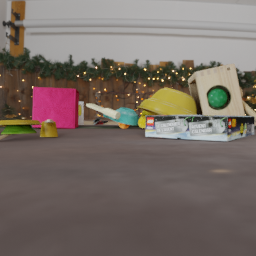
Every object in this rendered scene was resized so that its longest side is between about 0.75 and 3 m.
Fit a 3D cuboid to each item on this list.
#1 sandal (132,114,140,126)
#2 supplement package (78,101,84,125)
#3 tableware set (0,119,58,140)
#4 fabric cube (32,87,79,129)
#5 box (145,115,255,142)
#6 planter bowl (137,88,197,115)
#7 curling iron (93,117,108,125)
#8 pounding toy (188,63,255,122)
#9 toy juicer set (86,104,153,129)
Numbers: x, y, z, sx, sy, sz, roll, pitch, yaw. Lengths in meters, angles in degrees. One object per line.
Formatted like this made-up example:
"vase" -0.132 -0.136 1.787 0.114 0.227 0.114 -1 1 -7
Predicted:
"sandal" 0.342 -0.430 14.092 0.876 0.630 2.207 0 2 0
"supplement package" -3.060 -0.798 15.149 0.964 1.280 0.971 2 3 44
"tableware set" -2.703 0.067 5.541 2.553 0.392 1.720 -2 0 -14
"fabric cube" -2.744 -0.745 10.879 1.535 1.540 1.510 2 1 -6
"box" 1.696 -0.050 6.211 1.656 0.482 2.418 1 3 34
"planter bowl" 1.439 -0.694 8.835 2.155 0.898 2.155 21 1 -1
"curling iron" -1.514 -0.358 16.243 0.511 0.263 2.061 -37 -10 11
"pounding toy" 2.940 -0.776 8.532 1.604 2.077 2.256 -12 1 5
"toy juicer set" 0.021 -0.250 9.918 2.747 0.747 1.747 7 13 -28
